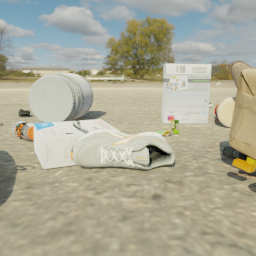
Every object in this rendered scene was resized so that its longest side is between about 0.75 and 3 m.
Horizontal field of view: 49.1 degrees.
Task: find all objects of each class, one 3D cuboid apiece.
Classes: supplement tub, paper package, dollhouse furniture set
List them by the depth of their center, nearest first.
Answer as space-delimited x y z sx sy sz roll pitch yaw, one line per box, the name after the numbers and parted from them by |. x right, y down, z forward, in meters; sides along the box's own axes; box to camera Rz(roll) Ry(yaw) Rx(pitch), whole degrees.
3.367 -0.019 4.212 2.681 1.387 2.556 -4 22 -30 | paper package
-2.693 0.090 7.497 0.782 0.479 0.479 8 13 40 | supplement tub
1.215 -0.013 8.358 0.484 0.374 0.968 7 13 38 | dollhouse furniture set

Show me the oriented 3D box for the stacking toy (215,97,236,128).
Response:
3.683 -0.603 10.293 1.037 1.037 2.429 2 5 11 | stacking toy

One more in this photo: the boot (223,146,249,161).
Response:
2.634 0.473 5.667 1.217 0.412 0.795 0 5 -5 | boot

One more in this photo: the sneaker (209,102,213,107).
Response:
4.277 -1.553 16.254 0.553 0.623 1.475 -9 14 -41 | sneaker

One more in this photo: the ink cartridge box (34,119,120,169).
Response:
-0.898 0.257 5.847 1.904 0.646 1.104 -4 17 -27 | ink cartridge box

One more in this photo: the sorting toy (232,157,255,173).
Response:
2.270 0.766 3.898 1.072 0.193 1.438 -5 22 -39 | sorting toy

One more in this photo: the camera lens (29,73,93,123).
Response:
-2.415 -1.139 10.512 1.808 1.808 2.260 2 11 10 | camera lens

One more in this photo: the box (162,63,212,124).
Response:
2.098 -1.235 10.150 1.666 2.137 0.440 0 10 -1 | box

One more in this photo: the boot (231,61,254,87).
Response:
3.591 -0.848 8.211 0.687 1.431 1.957 -19 -43 40 | boot

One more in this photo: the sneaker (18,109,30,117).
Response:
-4.481 -0.638 12.180 0.496 0.286 0.951 -3 15 -15 | sneaker

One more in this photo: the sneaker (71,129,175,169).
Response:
-0.043 0.421 5.054 1.915 0.725 0.881 -5 13 -17 | sneaker
